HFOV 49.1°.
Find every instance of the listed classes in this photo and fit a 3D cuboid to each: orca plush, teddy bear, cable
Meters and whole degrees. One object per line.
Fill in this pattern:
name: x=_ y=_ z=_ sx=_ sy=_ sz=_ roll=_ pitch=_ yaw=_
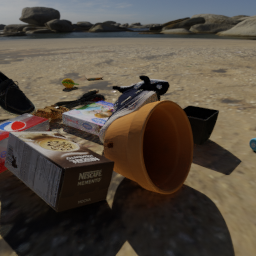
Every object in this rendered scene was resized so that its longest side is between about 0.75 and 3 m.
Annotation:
orca plush: x=0.493 y=-1.539 z=12.085 sx=2.508 sy=1.319 sz=0.892 roll=8 pitch=54 yaw=14
teddy bear: x=-2.756 y=-0.494 z=10.112 sx=1.141 sy=0.525 sz=1.573 roll=6 pitch=14 yaw=-5
cable: x=-1.869 y=-0.995 z=11.584 sx=2.313 sy=0.582 sz=1.123 roll=-31 pitch=53 yaw=-32

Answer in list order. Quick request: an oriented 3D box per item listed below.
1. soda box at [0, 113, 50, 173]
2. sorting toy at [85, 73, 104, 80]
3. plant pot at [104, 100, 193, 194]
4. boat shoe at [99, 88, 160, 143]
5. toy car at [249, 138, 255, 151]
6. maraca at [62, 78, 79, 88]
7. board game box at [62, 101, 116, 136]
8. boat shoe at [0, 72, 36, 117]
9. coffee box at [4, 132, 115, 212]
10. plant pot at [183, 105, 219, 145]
soda box: x=-3.215 y=0.483 z=7.019 sx=0.947 sy=0.858 sz=2.705 roll=15 pitch=27 yaw=25
sorting toy: x=-2.028 y=-3.048 z=16.737 sx=0.996 sy=0.182 sz=0.922 roll=-11 pitch=24 yaw=-15
plant pot: x=0.392 y=0.402 z=6.213 sx=1.354 sy=1.935 sz=1.935 roll=-2 pitch=15 yaw=43
boat shoe: x=-0.152 y=-0.404 z=8.733 sx=2.463 sy=0.920 sz=1.142 roll=-36 pitch=37 yaw=-29
toy car: x=4.092 y=0.091 z=7.618 sx=1.082 sy=1.174 sz=1.038 roll=-10 pitch=24 yaw=-24
maraca: x=-3.002 y=-2.319 z=14.547 sx=0.890 sy=0.476 sz=0.610 roll=6 pitch=9 yaw=-19
board game box: x=-0.868 y=-0.381 z=9.786 sx=2.010 sy=0.414 sz=2.006 roll=16 pitch=27 yaw=34
boat shoe: x=-4.522 y=-1.341 z=10.440 sx=2.658 sy=0.827 sz=0.992 roll=40 pitch=54 yaw=11
coffee box: x=-1.507 y=0.776 z=5.934 sx=2.182 sy=0.871 sz=1.233 roll=21 pitch=14 yaw=40
plant pot: x=2.043 y=-0.072 z=8.385 sx=0.992 sy=0.882 sz=0.994 roll=15 pitch=29 yaw=35
